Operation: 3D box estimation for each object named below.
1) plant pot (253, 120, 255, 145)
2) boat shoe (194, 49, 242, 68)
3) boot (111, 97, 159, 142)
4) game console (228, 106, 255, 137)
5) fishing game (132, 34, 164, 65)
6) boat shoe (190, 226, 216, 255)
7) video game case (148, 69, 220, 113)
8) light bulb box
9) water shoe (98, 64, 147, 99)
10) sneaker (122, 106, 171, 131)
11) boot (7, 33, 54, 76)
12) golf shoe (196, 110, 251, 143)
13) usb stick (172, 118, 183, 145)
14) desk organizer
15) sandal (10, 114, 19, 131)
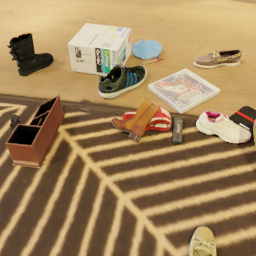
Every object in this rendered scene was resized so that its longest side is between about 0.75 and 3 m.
[{"bbox_3d":[5.625,0.354,8.595,2.820,2.997,2.997,-12,43,10],"label":"plant pot"},{"bbox_3d":[4.470,-3.503,13.953,2.374,0.707,0.853,-4,44,-4],"label":"boat shoe"},{"bbox_3d":[0.220,-0.465,10.275,1.427,1.516,0.519,37,14,32],"label":"boot"},{"bbox_3d":[4.851,-0.249,10.990,1.291,0.227,1.459,-33,53,-24],"label":"game console"},{"bbox_3d":[0.996,-4.119,14.831,1.605,0.348,2.241,-15,54,-5],"label":"fishing game"},{"bbox_3d":[1.854,3.296,7.017,0.694,0.599,1.903,16,46,16],"label":"boat shoe"},{"bbox_3d":[2.479,-1.730,12.440,2.379,0.273,2.167,-27,50,-25],"label":"video game case"},{"bbox_3d":[-1.289,-3.855,13.730,2.420,1.511,2.399,11,45,11],"label":"light bulb box"},{"bbox_3d":[-0.120,-2.299,12.416,1.011,1.115,2.827,31,52,28],"label":"water shoe"},{"bbox_3d":[0.773,-0.409,10.942,1.860,0.729,1.075,13,32,6],"label":"sneaker"},{"bbox_3d":[-4.571,-3.630,13.323,0.802,1.776,2.167,30,51,27],"label":"boot"},{"bbox_3d":[3.534,-0.053,10.211,1.991,0.911,0.750,16,51,10],"label":"golf shoe"},{"bbox_3d":[1.873,0.108,10.572,0.380,0.223,1.371,2,43,12],"label":"usb stick"},{"bbox_3d":[-3.234,-0.010,10.092,0.990,1.063,2.761,6,44,6],"label":"desk organizer"},{"bbox_3d":[-4.453,-0.239,10.933,0.358,0.228,0.953,-15,46,-15],"label":"sandal"}]
